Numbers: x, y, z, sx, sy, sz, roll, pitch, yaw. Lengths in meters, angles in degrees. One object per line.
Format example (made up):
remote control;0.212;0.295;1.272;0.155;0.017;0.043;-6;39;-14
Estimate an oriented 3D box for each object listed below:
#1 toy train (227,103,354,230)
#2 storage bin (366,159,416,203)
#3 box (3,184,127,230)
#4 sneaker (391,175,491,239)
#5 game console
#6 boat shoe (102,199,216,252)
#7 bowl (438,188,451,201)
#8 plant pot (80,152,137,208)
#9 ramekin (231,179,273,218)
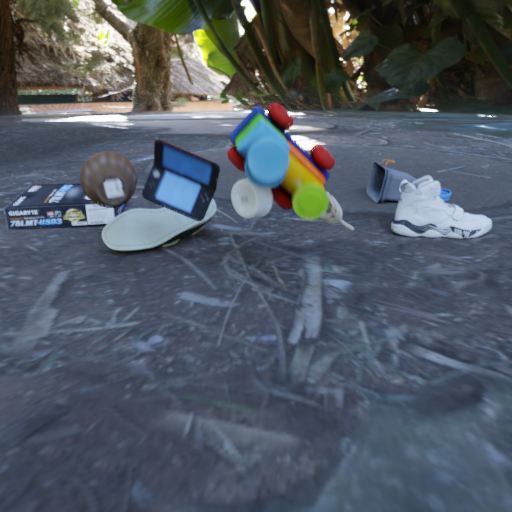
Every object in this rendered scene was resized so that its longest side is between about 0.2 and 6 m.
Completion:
toy train;0.841;-1.040;8.937;2.835;1.200;1.640;40;17;-20
storage bin;3.970;-2.129;16.161;1.084;1.175;1.614;9;18;-6
box;-4.763;-1.344;14.425;2.602;0.651;2.621;-1;18;-7
sneaker;4.230;-1.104;12.641;2.250;1.293;0.845;1;19;2
game console;-1.323;-1.271;9.646;1.200;1.034;0.712;23;3;1
boat shoe;-2.056;-0.588;12.012;2.577;0.974;0.777;-17;-17;-26
bowl;5.085;-1.790;16.344;1.142;0.224;1.142;0;18;0
plant pot;-2.491;-1.228;9.594;0.994;0.994;1.063;-6;18;-16
ramekin;-0.093;-0.968;9.324;0.702;0.702;0.342;17;25;40
